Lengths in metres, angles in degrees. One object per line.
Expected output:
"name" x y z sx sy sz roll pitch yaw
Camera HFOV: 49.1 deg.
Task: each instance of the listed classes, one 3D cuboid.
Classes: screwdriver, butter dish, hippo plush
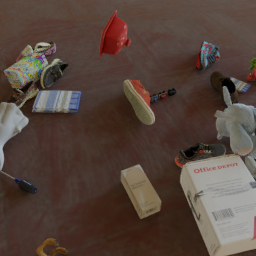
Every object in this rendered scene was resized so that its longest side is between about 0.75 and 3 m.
"screwdriver" -4.115 1.750 10.002 2.357 0.329 0.343 24 45 28
"butter dish" -0.478 -4.038 12.595 1.238 1.675 1.671 23 62 -2
"hippo plush" 4.067 0.115 10.495 2.610 2.098 2.079 20 78 -3

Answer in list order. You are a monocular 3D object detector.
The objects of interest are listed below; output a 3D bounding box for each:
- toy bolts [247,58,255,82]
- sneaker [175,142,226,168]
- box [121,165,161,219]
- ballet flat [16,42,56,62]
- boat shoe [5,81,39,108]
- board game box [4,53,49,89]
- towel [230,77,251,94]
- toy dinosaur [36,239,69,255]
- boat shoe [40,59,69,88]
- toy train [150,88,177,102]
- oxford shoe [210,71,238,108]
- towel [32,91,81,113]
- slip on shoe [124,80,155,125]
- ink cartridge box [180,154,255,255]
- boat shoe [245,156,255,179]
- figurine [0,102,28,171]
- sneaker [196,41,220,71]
"toy bolts" 6.708 -2.907 13.902 1.003 1.382 1.447 23 67 1
"sneaker" 2.772 0.908 10.385 2.031 0.832 0.783 -15 48 -14
"box" 0.400 2.094 9.380 0.765 0.626 1.611 -19 50 -18
"ballet flat" -5.030 -4.207 15.296 2.327 0.828 0.804 -29 67 -24
"boat shoe" -4.964 -1.476 12.717 0.732 0.730 2.030 25 51 29
"board game box" -4.902 -2.822 13.761 0.979 0.961 1.866 11 45 30
"towel" 5.383 -2.103 13.787 1.067 0.127 0.784 31 53 26
"toy dinosaur" -2.403 3.830 7.577 2.816 0.851 1.496 13 49 13
"boat shoe" -3.636 -2.763 13.945 0.724 0.817 2.233 5 46 12
"toy train" 1.611 -1.518 13.148 1.563 0.267 0.358 -20 61 -19
"oxford shoe" 4.531 -2.072 13.091 0.880 1.022 2.422 -17 44 1
"towel" -3.240 -1.211 12.857 2.048 0.244 1.504 0 44 -2
"slip on shoe" 0.613 -1.257 12.372 0.892 1.079 2.914 -13 43 -13
"ink cartridge box" 3.056 2.328 8.782 2.020 1.176 2.773 -9 48 -8
"boat shoe" 4.874 1.795 9.576 0.702 0.850 2.270 -17 38 -1
"figurine" -5.717 0.370 10.789 2.912 1.254 2.841 5 52 4
"sneaker" 4.331 -3.842 14.895 1.164 0.966 2.437 15 48 12
